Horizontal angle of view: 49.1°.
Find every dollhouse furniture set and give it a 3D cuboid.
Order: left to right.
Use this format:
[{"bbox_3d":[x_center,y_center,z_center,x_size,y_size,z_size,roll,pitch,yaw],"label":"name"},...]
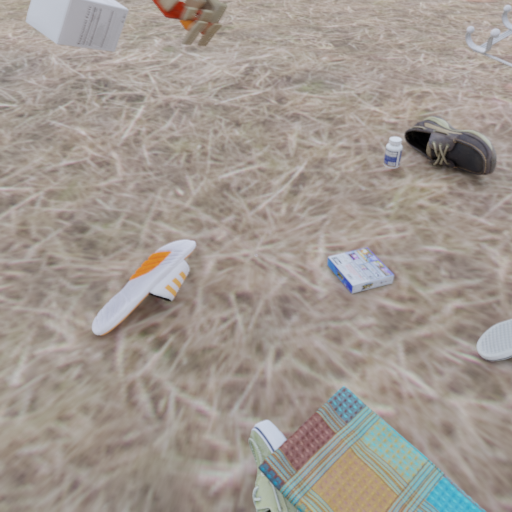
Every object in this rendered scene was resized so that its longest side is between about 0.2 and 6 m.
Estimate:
[{"bbox_3d":[-1.118,-3.931,8.986,1.319,0.680,1.305,55,37,8],"label":"dollhouse furniture set"}]

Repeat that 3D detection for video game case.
[{"bbox_3d":[1.779,0.241,9.617,0.800,0.200,0.882,-13,38,-17],"label":"video game case"}]

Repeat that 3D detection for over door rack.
[{"bbox_3d":[4.336,-3.300,8.324,1.501,0.677,2.032,-29,48,2],"label":"over door rack"}]

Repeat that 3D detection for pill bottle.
[{"bbox_3d":[3.127,-2.354,12.756,0.366,0.660,0.366,0,36,0],"label":"pill bottle"}]

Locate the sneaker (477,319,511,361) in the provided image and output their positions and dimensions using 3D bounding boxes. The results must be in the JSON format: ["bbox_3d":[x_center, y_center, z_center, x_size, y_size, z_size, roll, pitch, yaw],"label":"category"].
[{"bbox_3d":[3.917,1.170,8.125,1.463,0.581,0.574,-31,35,-1],"label":"sneaker"}]

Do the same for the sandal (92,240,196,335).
[{"bbox_3d":[-1.688,0.577,8.909,2.107,0.604,0.807,-47,30,-21],"label":"sandal"}]

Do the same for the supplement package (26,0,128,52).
[{"bbox_3d":[-3.304,-4.460,10.405,0.903,0.892,1.489,38,28,17],"label":"supplement package"}]

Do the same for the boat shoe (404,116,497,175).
[{"bbox_3d":[4.314,-2.379,12.707,0.963,0.979,2.627,-21,31,-11],"label":"boat shoe"}]

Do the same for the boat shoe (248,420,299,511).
[{"bbox_3d":[0.276,2.620,6.014,0.588,0.683,1.897,-16,41,-16],"label":"boat shoe"}]

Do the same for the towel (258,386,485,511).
[{"bbox_3d":[1.330,2.526,5.843,2.236,0.243,1.640,40,43,21],"label":"towel"}]
